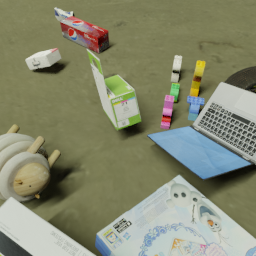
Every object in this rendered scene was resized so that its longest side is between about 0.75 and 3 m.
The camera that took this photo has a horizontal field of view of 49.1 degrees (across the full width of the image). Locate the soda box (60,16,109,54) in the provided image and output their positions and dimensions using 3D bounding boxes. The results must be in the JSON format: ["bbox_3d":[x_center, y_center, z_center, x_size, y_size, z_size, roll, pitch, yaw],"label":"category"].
[{"bbox_3d":[-1.677,-3.639,10.820,2.020,0.707,0.640,30,54,25],"label":"soda box"}]

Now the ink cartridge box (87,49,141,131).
[{"bbox_3d":[-0.375,-1.115,7.363,0.725,1.914,1.415,-20,31,-11],"label":"ink cartridge box"}]

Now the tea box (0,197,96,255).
[{"bbox_3d":[-1.668,2.770,4.383,2.247,1.501,2.210,26,52,22],"label":"tea box"}]

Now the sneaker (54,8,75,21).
[{"bbox_3d":[-2.685,-4.880,12.203,0.614,0.429,1.063,-33,62,-31],"label":"sneaker"}]

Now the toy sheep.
[{"bbox_3d":[-2.529,0.810,6.254,2.324,1.602,1.602,16,46,41],"label":"toy sheep"}]

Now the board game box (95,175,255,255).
[{"bbox_3d":[1.051,2.293,5.232,2.391,0.519,2.379,-25,51,-35],"label":"board game box"}]

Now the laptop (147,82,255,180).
[{"bbox_3d":[1.998,-0.111,6.467,2.277,1.320,2.132,-58,37,6],"label":"laptop"}]

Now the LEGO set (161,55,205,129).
[{"bbox_3d":[1.767,-1.333,8.382,1.095,1.178,2.871,10,48,8],"label":"LEGO set"}]

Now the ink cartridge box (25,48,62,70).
[{"bbox_3d":[-2.883,-2.352,9.566,0.974,0.413,0.709,0,34,29],"label":"ink cartridge box"}]

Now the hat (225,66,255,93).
[{"bbox_3d":[3.584,-0.253,7.291,2.811,1.134,2.811,-12,58,20],"label":"hat"}]
